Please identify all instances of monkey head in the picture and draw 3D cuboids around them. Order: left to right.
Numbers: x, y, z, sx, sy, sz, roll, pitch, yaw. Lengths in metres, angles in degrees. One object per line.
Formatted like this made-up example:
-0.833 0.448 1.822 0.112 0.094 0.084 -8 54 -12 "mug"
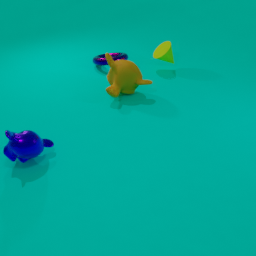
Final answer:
-2.815 0.349 7.550 1.518 0.914 1.092 20 33 -53 "monkey head"
-0.194 -1.780 10.069 1.986 1.197 1.428 33 34 2 "monkey head"

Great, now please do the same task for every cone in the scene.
1.699 -3.013 11.861 0.915 0.918 0.915 -31 38 28 "cone"

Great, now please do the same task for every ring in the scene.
-0.770 -3.039 12.275 1.592 0.318 1.592 -5 23 2 "ring"
